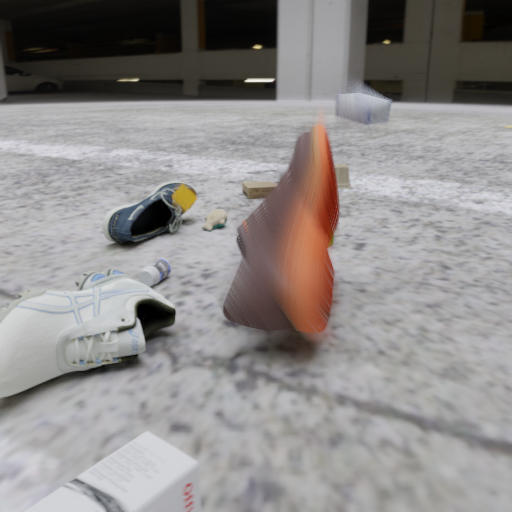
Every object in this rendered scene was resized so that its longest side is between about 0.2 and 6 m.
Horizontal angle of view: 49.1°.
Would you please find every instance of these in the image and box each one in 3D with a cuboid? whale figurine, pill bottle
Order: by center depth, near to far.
[{"bbox_3d":[-1.629,0.273,8.987,0.325,0.325,0.572,7,20,18],"label":"pill bottle"},{"bbox_3d":[-0.881,-0.703,11.889,0.516,0.337,0.649,16,48,27],"label":"whale figurine"},{"bbox_3d":[1.109,-2.384,16.175,0.962,0.549,0.549,-2,20,-7],"label":"pill bottle"}]

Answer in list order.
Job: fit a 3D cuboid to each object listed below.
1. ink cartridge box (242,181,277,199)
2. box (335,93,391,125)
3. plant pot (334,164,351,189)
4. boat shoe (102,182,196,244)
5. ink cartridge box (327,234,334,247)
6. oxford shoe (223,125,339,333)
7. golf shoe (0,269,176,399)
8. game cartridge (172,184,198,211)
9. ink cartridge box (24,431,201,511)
[{"bbox_3d":[0.106,-1.731,14.670,0.835,0.314,0.688,-5,19,-13],"label":"ink cartridge box"},{"bbox_3d":[1.595,-2.203,8.371,0.627,0.329,0.577,-18,35,-42],"label":"box"},{"bbox_3d":[2.348,-2.229,15.647,0.663,0.607,0.663,0,20,0],"label":"plant pot"},{"bbox_3d":[-1.968,-0.905,11.405,0.777,0.941,2.514,11,24,32],"label":"boat shoe"},{"bbox_3d":[1.086,-0.724,10.738,0.765,1.034,0.392,13,23,32],"label":"ink cartridge box"},{"bbox_3d":[0.388,-0.579,7.549,1.319,1.294,3.636,-4,42,17],"label":"oxford shoe"},{"bbox_3d":[-1.937,0.864,6.430,1.273,1.025,2.619,14,24,21],"label":"golf shoe"},{"bbox_3d":[-1.432,-1.161,11.188,0.369,0.419,0.068,-51,10,-22],"label":"game cartridge"},{"bbox_3d":[-0.956,1.882,3.492,0.549,0.951,1.302,15,25,36],"label":"ink cartridge box"}]
